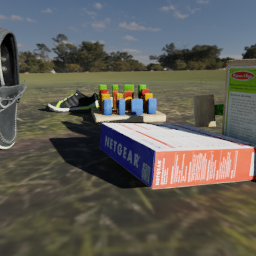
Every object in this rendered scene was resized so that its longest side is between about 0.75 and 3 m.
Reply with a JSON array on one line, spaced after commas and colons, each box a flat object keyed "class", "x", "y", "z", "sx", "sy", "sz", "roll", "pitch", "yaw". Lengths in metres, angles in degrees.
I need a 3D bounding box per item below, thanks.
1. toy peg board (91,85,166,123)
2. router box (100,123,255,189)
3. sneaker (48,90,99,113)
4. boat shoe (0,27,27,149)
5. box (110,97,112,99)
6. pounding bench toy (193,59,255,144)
[{"class": "toy peg board", "x": -0.084, "y": -0.843, "z": 8.923, "sx": 2.077, "sy": 1.016, "sz": 2.069, "roll": -2, "pitch": 11, "yaw": -10}, {"class": "router box", "x": 0.660, "y": 0.299, "z": 4.226, "sx": 1.685, "sy": 0.459, "sz": 1.878, "roll": 1, "pitch": 10, "yaw": -24}, {"class": "sneaker", "x": -1.934, "y": -1.001, "z": 10.222, "sx": 1.956, "sy": 0.810, "sz": 0.701, "roll": 0, "pitch": 11, "yaw": -1}, {"class": "boat shoe", "x": -2.099, "y": -0.617, "z": 4.654, "sx": 0.672, "sy": 2.158, "sz": 0.805, "roll": 7, "pitch": 22, "yaw": 12}, {"class": "box", "x": -1.086, "y": -1.093, "z": 11.751, "sx": 0.868, "sy": 0.412, "sz": 0.337, "roll": 5, "pitch": 11, "yaw": 16}, {"class": "pounding bench toy", "x": 2.558, "y": -0.288, "z": 4.538, "sx": 2.009, "sy": 1.600, "sz": 2.576, "roll": -6, "pitch": 13, "yaw": -23}]
